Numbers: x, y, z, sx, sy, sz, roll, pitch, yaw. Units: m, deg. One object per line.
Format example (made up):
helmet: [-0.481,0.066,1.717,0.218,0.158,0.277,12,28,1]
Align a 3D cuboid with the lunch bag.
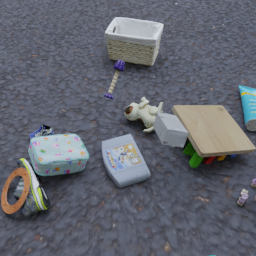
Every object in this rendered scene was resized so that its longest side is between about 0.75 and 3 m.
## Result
lunch bag: [-2.449,0.895,9.971,1.944,0.749,1.559,-3,39,-36]

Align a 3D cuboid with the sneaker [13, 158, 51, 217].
sneaker: [-3.409,1.916,9.342,0.918,0.838,2.267,-28,48,-14]

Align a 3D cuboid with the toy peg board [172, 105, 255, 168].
toy peg board: [3.029,0.343,10.764,2.402,1.180,2.412,-2,47,-23]

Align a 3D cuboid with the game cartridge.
game cartridge: [-0.190,1.154,10.326,1.381,0.431,2.074,-13,48,-17]

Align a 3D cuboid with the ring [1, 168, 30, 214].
ring: [-3.637,2.033,9.127,1.495,0.143,1.495,-19,57,32]

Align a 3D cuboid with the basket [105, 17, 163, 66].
basket: [0.345,-4.508,14.686,2.700,1.665,1.830,12,49,12]

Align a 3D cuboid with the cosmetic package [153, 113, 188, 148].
cosmetic package: [1.326,0.044,8.924,0.723,0.611,1.354,8,21,-15]

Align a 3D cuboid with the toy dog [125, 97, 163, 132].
toy dog: [0.594,-0.544,11.606,1.482,1.034,1.437,17,76,15]

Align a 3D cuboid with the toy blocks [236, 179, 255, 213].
toy blocks: [4.466,2.057,8.945,1.369,1.153,1.280,28,54,24]

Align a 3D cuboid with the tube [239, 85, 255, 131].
tube: [5.401,-0.980,12.192,1.035,0.673,2.672,19,44,0]

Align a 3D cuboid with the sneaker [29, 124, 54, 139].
sneaker: [-3.480,0.108,11.171,0.939,0.542,0.379,-17,48,-15]

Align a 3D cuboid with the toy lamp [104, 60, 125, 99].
toy lamp: [-0.446,-1.658,9.546,0.390,0.390,1.339,19,91,17]
